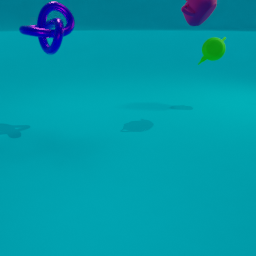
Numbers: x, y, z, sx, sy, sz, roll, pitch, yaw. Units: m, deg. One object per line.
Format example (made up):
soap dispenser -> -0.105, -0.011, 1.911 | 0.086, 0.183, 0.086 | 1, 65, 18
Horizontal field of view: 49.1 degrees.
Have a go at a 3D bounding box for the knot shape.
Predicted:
knot shape -> -2.230, -2.777, 8.007 | 1.585, 0.732, 1.483 | -26, 62, -2

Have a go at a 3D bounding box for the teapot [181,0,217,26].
teapot -> 2.098, -3.638, 8.351 | 0.827, 1.051, 1.690 | 46, 50, 8

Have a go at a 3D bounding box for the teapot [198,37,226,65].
teapot -> 3.149, -2.894, 10.490 | 0.857, 1.378, 0.675 | 46, 8, 2
